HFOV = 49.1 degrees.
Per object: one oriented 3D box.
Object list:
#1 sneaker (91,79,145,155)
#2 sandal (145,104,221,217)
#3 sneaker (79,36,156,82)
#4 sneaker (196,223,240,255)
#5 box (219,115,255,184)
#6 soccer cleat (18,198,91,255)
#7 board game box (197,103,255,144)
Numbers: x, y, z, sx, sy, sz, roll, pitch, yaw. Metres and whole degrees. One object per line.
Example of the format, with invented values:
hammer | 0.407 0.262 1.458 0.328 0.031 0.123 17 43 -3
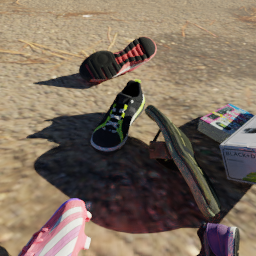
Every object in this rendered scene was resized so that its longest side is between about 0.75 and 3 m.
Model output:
sneaker | -0.246 -0.386 6.624 0.803 0.928 2.241 14 48 18
sandal | 0.824 0.525 5.504 0.799 1.112 2.801 -37 43 16
sneaker | -0.312 -2.064 9.318 2.639 1.145 0.973 -22 81 -9
sneaker | 1.112 1.903 3.639 0.564 1.288 0.488 2 -12 29
box | 3.215 0.184 5.644 2.600 0.782 1.516 -30 20 -36
soccer cleat | -1.115 1.780 3.099 1.000 0.872 2.615 21 38 -8
board game box | 2.454 -0.102 6.853 1.206 0.388 0.890 -23 41 -32
